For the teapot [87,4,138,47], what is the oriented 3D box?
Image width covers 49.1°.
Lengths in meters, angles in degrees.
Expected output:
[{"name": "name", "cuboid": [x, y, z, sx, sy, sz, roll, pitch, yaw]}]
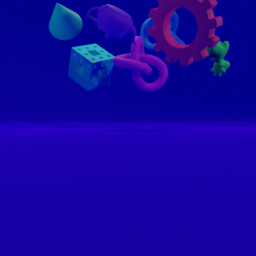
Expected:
[{"name": "teapot", "cuboid": [-0.369, -2.945, 8.019, 1.693, 0.829, 1.052, 26, 28, -7]}]

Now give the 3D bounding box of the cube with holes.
[{"name": "cube with holes", "cuboid": [-1.483, -2.485, 11.357, 1.248, 1.248, 1.248, 39, 42, 25]}]

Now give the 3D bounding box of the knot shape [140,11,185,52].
[{"name": "knot shape", "cuboid": [1.521, -3.809, 11.463, 1.919, 0.947, 2.050, 29, -21, -12]}]

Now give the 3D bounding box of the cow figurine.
[{"name": "cow figurine", "cuboid": [2.377, -1.917, 7.582, 0.930, 0.915, 0.511, 11, 9, -30]}]

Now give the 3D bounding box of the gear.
[{"name": "gear", "cuboid": [1.114, -2.055, 5.698, 1.517, 1.517, 0.281, 1, 26, 42]}]

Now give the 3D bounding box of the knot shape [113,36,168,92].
[{"name": "knot shape", "cuboid": [0.353, -2.265, 9.901, 1.933, 2.066, 0.954, -11, -21, -46]}]

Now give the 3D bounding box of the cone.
[{"name": "cone", "cuboid": [-1.909, -3.253, 8.053, 1.015, 1.015, 1.019, 0, -14, 1]}]
